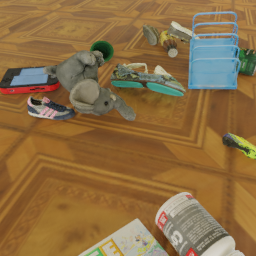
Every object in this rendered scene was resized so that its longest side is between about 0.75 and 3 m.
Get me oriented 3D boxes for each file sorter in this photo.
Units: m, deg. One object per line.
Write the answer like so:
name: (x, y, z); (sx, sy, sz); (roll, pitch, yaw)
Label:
file sorter: (3.187, -2.897, 10.401); (1.733, 1.533, 2.498); (3, 60, 11)

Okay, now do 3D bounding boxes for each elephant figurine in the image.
elephant figurine: (-1.171, -1.085, 8.797); (1.855, 2.391, 1.692); (-21, -7, 32)

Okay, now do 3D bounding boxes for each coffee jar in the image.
coffee jar: (4.333, -2.919, 11.668); (2.115, 0.902, 1.103); (20, 43, 23)

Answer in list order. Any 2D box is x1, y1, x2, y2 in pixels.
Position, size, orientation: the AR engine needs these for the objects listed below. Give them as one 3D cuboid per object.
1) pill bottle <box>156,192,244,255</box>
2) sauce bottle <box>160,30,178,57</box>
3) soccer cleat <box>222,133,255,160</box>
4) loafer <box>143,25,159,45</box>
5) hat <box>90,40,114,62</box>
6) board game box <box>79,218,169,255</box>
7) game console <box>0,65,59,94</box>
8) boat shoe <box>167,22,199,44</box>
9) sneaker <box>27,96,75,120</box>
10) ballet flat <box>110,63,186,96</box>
pill bottle: (1.365, 2.124, 5.293); (0.955, 0.955, 1.676); (-21, 43, -24)
sauce bottle: (1.944, -3.967, 13.192); (0.680, 0.680, 2.101); (-3, 40, -3)
soccer cleat: (3.244, 0.461, 7.835); (1.201, 0.388, 0.503); (29, 49, 33)
loafer: (1.272, -4.793, 14.146); (0.694, 0.749, 1.991); (-11, 39, -6)
hat: (-1.207, -3.267, 12.746); (1.046, 1.111, 1.262); (23, 69, -3)
board game box: (-0.364, 2.919, 4.689); (2.640, 0.452, 1.775); (-24, 45, -27)
game console: (-3.753, -1.972, 10.941); (2.205, 0.342, 1.950); (-4, 39, -6)
boat shoe: (2.708, -4.439, 13.474); (1.978, 0.591, 0.707); (14, 38, -34)
sneaker: (-2.490, -0.662, 9.036); (1.558, 0.639, 0.546); (4, 39, -1)
ballet flat: (0.742, -1.858, 10.134); (2.839, 1.054, 1.054); (12, 40, 13)
